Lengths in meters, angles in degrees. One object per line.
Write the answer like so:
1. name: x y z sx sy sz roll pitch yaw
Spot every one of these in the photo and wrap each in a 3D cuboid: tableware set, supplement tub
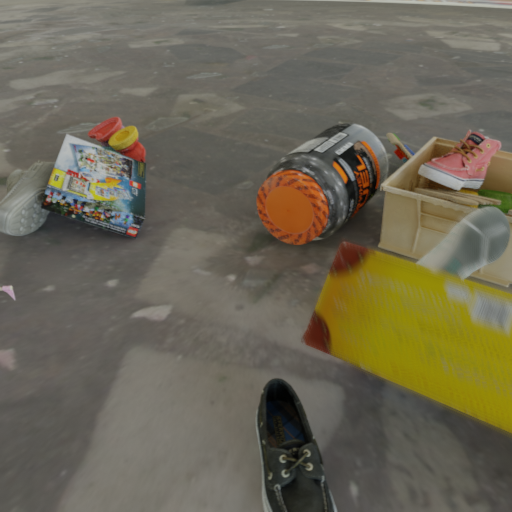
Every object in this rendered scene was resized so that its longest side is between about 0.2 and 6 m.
1. tableware set: 5.216 -0.481 9.736 3.024 0.689 4.489 -5 18 -36
2. supplement tub: 1.380 -1.485 11.509 1.819 1.819 2.970 19 37 27

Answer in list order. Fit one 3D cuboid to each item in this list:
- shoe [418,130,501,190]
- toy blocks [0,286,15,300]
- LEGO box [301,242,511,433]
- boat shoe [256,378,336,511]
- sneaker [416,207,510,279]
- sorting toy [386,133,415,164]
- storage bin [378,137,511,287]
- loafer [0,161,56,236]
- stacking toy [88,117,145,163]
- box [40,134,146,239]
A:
1. shoe: 4.053 -1.945 11.059 0.847 1.078 2.371 35 26 32
2. toy blocks: -5.217 -0.194 9.014 2.090 2.321 2.483 -7 30 1
3. LEGO box: 2.567 1.169 6.576 3.332 1.286 2.482 20 -5 28
4. boat shoe: 0.386 2.371 6.464 0.771 0.636 2.247 -6 33 -10
5. sneaker: 3.119 0.073 9.139 2.451 0.862 0.982 -41 8 -14
6. sorting toy: 3.725 -2.460 13.924 1.287 0.311 2.287 41 21 -12
7. storage bin: 4.357 -0.977 11.085 2.964 1.399 2.986 19 37 28
8. loafer: -4.817 -1.289 11.839 1.047 1.049 3.001 18 23 -4
9. stacking toy: -3.934 -2.727 14.856 1.838 0.857 2.030 -38 39 -8
10. box: -3.389 -1.564 12.099 1.946 0.537 2.850 19 27 -21
